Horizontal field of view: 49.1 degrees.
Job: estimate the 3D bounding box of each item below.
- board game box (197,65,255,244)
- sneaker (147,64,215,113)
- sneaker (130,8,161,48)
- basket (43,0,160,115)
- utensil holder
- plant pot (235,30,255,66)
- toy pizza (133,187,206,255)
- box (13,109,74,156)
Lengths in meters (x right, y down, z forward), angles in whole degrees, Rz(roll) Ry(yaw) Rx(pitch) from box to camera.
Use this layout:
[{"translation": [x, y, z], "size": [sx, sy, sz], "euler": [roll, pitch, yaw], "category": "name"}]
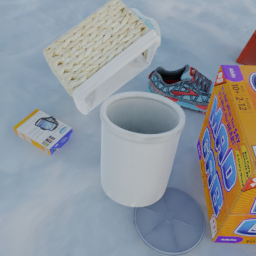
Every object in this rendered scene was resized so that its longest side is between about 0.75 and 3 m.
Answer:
[{"translation": [3.291, 0.619, 6.052], "size": [2.807, 2.805, 2.805], "euler": [2, 47, 2], "category": "board game box"}, {"translation": [1.986, -1.311, 8.829], "size": [2.768, 1.322, 1.098], "euler": [5, 48, 4], "category": "sneaker"}, {"translation": [-0.007, -3.911, 11.366], "size": [1.914, 1.166, 2.932], "euler": [-16, 40, -17], "category": "sneaker"}, {"translation": [-0.793, -2.069, 8.296], "size": [2.895, 1.962, 1.786], "euler": [-39, 85, -10], "category": "basket"}, {"translation": [0.221, 0.489, 6.309], "size": [1.753, 2.062, 1.753], "euler": [4, 34, -3], "category": "utensil holder"}, {"translation": [5.045, -3.018, 10.511], "size": [1.153, 1.309, 1.308], "euler": [32, 54, 11], "category": "plant pot"}, {"translation": [0.937, 2.104, 6.428], "size": [1.652, 0.262, 1.652], "euler": [1, 48, -2], "category": "toy pizza"}, {"translation": [-2.403, 0.127, 8.205], "size": [1.664, 0.345, 0.990], "euler": [28, 53, 20], "category": "box"}]
